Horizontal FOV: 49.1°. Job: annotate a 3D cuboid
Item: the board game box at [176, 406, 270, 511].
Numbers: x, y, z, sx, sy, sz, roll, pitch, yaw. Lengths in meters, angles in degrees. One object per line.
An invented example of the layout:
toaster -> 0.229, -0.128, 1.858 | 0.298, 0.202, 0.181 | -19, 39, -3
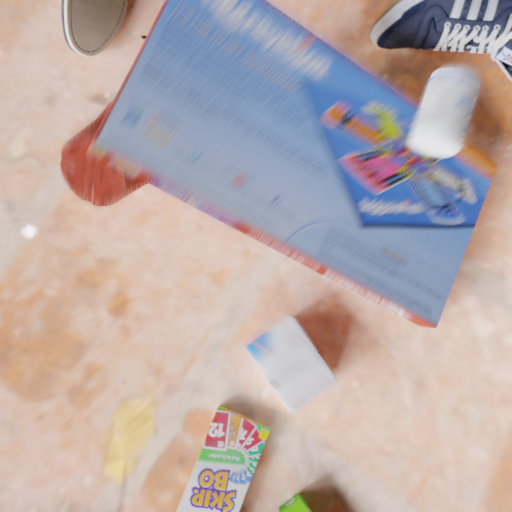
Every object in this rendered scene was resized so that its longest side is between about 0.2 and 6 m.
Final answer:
board game box -> -0.514, 3.270, 8.346 | 0.870, 0.273, 1.822 | 21, 84, 4

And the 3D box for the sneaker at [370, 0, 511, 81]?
sneaker -> 3.506, -3.548, 9.020 | 3.072, 1.077, 1.667 | -19, 79, -6

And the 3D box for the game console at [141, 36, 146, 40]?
game console -> -1.098, -3.703, 9.214 | 1.239, 0.736, 1.068 | 18, 81, 2

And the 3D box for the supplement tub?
supplement tub -> 2.466, -1.872, 7.312 | 0.650, 0.650, 0.985 | 18, 85, 3

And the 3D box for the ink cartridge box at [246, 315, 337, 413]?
ink cartridge box -> 0.534, 1.615, 8.436 | 0.853, 0.497, 1.180 | -34, 80, 0

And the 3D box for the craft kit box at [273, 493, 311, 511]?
craft kit box -> 0.437, 4.676, 8.044 | 1.702, 0.418, 1.723 | -35, 83, -8

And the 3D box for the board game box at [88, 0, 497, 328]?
board game box -> 0.862, -1.361, 7.802 | 5.495, 0.534, 2.829 | 28, 81, -20

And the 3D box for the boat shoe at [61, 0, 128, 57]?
boat shoe -> -2.820, -4.726, 9.480 | 0.916, 1.061, 2.920 | 3, 85, 44

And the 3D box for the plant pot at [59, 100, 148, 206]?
plant pot -> -1.972, -1.427, 7.949 | 1.359, 1.359, 1.322 | 27, 37, 4
